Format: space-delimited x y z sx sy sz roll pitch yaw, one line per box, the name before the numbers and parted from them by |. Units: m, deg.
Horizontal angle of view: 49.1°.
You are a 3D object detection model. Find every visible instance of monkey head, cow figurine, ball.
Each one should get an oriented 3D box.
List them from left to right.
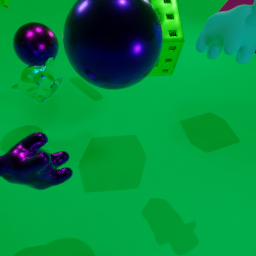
cow figurine | -1.791 0.652 4.447 1.419 1.442 0.792 -27 53 8
ball | -2.347 -2.120 7.178 1.122 1.122 1.122 0 41 0
monkey head | -2.013 -1.110 6.552 1.441 0.868 1.037 -24 23 30
ball | -0.201 -1.208 3.851 1.354 1.354 1.354 0 41 0
cow figurine | 1.946 -1.834 4.685 0.793 1.421 1.445 17 7 -38

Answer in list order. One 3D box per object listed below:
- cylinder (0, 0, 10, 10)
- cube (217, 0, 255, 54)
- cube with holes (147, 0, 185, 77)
cylinder | -2.930 -3.094 6.068 0.773 0.773 0.773 14 6 -2
cube | 3.196 -2.858 7.259 1.121 1.121 1.121 20 38 -30
cube with holes | 0.414 -2.052 6.369 1.282 1.282 1.282 -4 69 -4
